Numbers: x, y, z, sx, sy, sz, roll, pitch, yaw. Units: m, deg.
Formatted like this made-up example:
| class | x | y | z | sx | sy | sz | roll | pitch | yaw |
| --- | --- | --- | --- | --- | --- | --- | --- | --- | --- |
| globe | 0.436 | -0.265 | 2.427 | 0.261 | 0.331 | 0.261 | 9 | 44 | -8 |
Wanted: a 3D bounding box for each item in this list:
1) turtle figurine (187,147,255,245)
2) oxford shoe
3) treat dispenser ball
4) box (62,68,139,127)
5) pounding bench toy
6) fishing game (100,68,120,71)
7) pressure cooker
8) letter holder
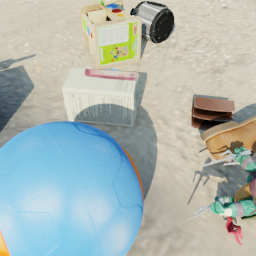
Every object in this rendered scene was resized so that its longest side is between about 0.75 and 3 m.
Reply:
| class | x | y | z | sx | sy | sz | roll | pitch | yaw |
| --- | --- | --- | --- | --- | --- | --- | --- | --- | --- |
| turtle figurine | 2.600 | 1.159 | 5.715 | 1.410 | 2.801 | 2.097 | 45 | 34 | -7 |
| oxford shoe | 3.397 | 0.212 | 7.647 | 2.821 | 1.006 | 1.005 | -18 | 71 | -11 |
| treat dispenser ball | -1.140 | 1.307 | 5.076 | 2.873 | 2.873 | 2.873 | 0 | 45 | 0 |
| box | -0.746 | -0.916 | 8.327 | 2.034 | 1.300 | 1.108 | 6 | 46 | 6 |
| pounding bench toy | -0.721 | -4.019 | 10.344 | 1.727 | 2.779 | 2.168 | -16 | 48 | -15 |
| fishing game | -0.715 | -1.963 | 9.985 | 1.481 | 0.230 | 1.061 | 14 | 38 | 23 |
| pressure cooker | 0.902 | -4.491 | 11.743 | 1.492 | 1.469 | 1.671 | -40 | 56 | -19 |
| letter holder | 2.512 | -0.394 | 8.321 | 1.175 | 0.591 | 0.835 | 7 | 48 | 7 |
